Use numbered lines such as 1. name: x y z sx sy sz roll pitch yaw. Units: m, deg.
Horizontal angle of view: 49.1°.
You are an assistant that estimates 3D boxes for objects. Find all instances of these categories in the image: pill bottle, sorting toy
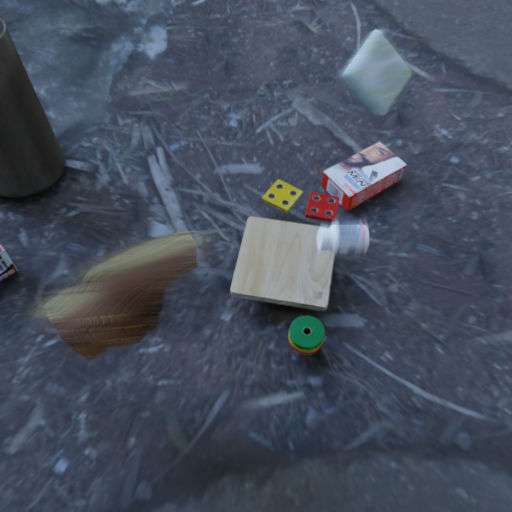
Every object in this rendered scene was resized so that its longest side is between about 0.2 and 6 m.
1. pill bottle: 1.508 -0.296 9.810 0.830 0.496 0.496 0 55 -9
2. sorting toy: 0.586 0.133 10.947 1.803 0.633 3.741 9 56 6

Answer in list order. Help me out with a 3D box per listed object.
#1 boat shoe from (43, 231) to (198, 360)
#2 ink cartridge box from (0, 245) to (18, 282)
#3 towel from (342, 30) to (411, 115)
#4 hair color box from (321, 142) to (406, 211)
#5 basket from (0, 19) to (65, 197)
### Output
1. boat shoe: -1.659 0.585 7.246 1.134 3.150 1.064 -28 90 -45
2. ink cartridge box: -5.341 0.192 10.675 1.157 1.016 0.485 -36 62 -21
3. towel: 2.418 -3.605 11.150 1.119 1.307 0.315 -56 34 -4
4. hair color box: 2.364 -1.771 12.341 1.637 0.523 0.908 -30 60 -20
5. basket: -5.581 -3.184 11.640 2.787 3.091 2.102 36 59 27
